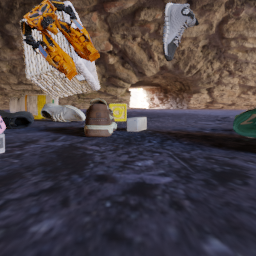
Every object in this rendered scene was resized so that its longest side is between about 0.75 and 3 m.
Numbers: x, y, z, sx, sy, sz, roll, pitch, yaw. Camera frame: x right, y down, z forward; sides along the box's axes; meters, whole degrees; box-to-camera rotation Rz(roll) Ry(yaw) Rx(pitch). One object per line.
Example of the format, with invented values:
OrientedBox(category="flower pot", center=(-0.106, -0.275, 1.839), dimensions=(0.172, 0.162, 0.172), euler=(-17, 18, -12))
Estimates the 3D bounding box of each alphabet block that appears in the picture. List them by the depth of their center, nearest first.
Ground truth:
OrientedBox(category="alphabet block", center=(-0.490, -0.792, 14.024), dimensions=(0.871, 0.876, 0.892), euler=(-1, 5, 1))

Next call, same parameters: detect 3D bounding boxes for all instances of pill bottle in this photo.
OrientedBox(category="pill bottle", center=(-5.112, -1.172, 15.406), dimensions=(2.490, 1.404, 1.404), euler=(-1, 5, -14))

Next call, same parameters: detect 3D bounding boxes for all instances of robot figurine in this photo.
OrientedBox(category="robot figurine", center=(-1.736, -2.309, 6.998), dimensions=(1.505, 2.076, 0.604), euler=(-40, -4, -4))

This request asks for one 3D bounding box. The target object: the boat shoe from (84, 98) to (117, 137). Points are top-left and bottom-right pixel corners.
OrientedBox(category="boat shoe", center=(-0.791, -0.370, 8.280), dimensions=(1.001, 1.003, 2.711), euler=(-1, 5, -8))

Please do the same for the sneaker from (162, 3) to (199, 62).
OrientedBox(category="sneaker", center=(1.949, -3.569, 10.291), dimensions=(1.259, 2.180, 0.818), euler=(2, -1, 18))

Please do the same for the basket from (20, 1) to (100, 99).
OrientedBox(category="basket", center=(-2.842, -3.138, 11.991), dimensions=(2.345, 2.916, 2.890), euler=(-13, -16, 6))

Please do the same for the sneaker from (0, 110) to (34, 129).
OrientedBox(category="sneaker", center=(-4.139, -0.272, 9.562), dimensions=(1.796, 0.682, 0.815), euler=(-6, 16, -20))

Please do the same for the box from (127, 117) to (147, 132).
OrientedBox(category="box", center=(0.291, -0.127, 8.920), dimensions=(0.352, 0.430, 0.905), euler=(2, 4, 22))

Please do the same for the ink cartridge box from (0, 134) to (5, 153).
OrientedBox(category="ink cartridge box", center=(-3.022, 0.307, 4.223), dimensions=(1.457, 0.366, 1.679), euler=(3, 6, 16))

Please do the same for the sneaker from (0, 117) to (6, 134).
OrientedBox(category="sneaker", center=(-3.483, 0.037, 5.758), dimensions=(2.609, 0.915, 1.070), euler=(-13, -50, 43))

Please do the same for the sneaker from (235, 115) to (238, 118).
OrientedBox(category="sneaker", center=(5.739, -0.487, 13.517), dimensions=(1.155, 0.428, 0.483), euler=(-7, 5, 35))

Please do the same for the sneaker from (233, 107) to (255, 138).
OrientedBox(category="sneaker", center=(3.336, -0.045, 6.211), dimensions=(2.075, 0.804, 0.826), euler=(4, 15, 41))

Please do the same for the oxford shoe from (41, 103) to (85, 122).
OrientedBox(category="oxford shoe", center=(-3.137, -0.618, 13.319), dimensions=(2.574, 0.968, 0.743), euler=(11, 51, 28))
